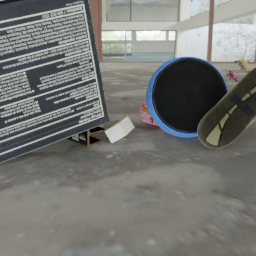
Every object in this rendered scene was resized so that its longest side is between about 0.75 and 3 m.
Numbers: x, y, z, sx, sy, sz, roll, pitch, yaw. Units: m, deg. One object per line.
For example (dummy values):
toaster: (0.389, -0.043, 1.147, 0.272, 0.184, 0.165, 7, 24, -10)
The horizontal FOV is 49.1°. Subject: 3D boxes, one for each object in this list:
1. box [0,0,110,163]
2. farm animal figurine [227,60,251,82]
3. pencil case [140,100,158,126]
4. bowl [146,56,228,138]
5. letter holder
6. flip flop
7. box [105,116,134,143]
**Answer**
box: (-2.187, -1.171, 5.844, 2.895, 2.872, 1.784, -21, 36, -21)
farm animal figurine: (3.943, -1.481, 9.171, 0.728, 1.396, 1.381, 2, 17, -36)
pencil case: (1.272, -0.399, 8.219, 0.831, 0.868, 2.007, 6, 5, -45)
bowl: (1.572, -0.831, 7.384, 2.173, 2.173, 0.427, -1, -1, -2)
letter holder: (-1.163, -0.043, 7.516, 1.260, 0.634, 0.895, 14, 20, 40)
flip flop: (2.916, -0.522, 6.936, 2.897, 1.175, 0.834, -40, -11, -3)
box: (-0.208, 0.035, 7.355, 0.473, 0.371, 0.761, -30, 5, 23)
